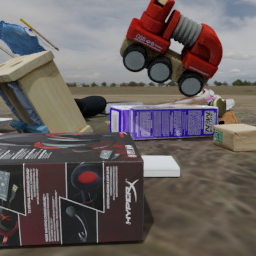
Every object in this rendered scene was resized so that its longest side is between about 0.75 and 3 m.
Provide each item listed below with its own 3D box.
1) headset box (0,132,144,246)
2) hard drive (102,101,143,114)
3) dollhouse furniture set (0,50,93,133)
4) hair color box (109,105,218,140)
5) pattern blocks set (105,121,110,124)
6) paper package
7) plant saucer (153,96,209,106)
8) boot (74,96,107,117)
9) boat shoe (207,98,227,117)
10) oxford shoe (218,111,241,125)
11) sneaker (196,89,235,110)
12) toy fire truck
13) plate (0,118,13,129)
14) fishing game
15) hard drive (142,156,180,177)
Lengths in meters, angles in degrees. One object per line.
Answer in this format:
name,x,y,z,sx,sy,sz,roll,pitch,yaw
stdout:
headset box,-0.938,0.531,3.033,2.066,0.775,1.536,-1,8,-4
hard drive,-0.543,-1.112,14.954,2.608,0.552,1.759,-7,11,-38
dollhouse furniture set,-2.472,-0.016,5.328,1.815,1.825,2.590,8,41,46
hair color box,0.947,-0.214,7.888,2.704,0.876,1.478,-1,8,-16
pattern blocks set,-0.419,-0.211,10.501,0.984,0.080,0.865,7,11,41
paper package,2.513,0.202,6.328,0.880,0.478,0.923,-2,9,-12
plant saucer,2.266,-1.087,13.229,2.964,0.475,2.964,-11,5,1
boot,-1.876,-0.826,11.593,2.427,0.927,2.039,-10,7,-16
boat shoe,4.135,-0.956,13.252,0.804,0.874,2.446,-7,4,28
oxford shoe,3.125,-0.205,8.898,0.584,0.584,1.639,-5,8,11
sneaker,4.675,-1.587,15.817,2.812,1.241,1.144,-1,8,-8
toy fire truck,1.193,-2.255,6.084,2.099,2.385,1.534,23,35,-9
plate,-5.057,0.022,7.740,2.602,0.421,2.607,1,9,14
fishing game,-2.399,-1.960,6.340,1.342,0.291,1.873,35,-24,-31
hard drive,0.159,0.619,4.595,1.231,0.162,0.812,0,8,-2
